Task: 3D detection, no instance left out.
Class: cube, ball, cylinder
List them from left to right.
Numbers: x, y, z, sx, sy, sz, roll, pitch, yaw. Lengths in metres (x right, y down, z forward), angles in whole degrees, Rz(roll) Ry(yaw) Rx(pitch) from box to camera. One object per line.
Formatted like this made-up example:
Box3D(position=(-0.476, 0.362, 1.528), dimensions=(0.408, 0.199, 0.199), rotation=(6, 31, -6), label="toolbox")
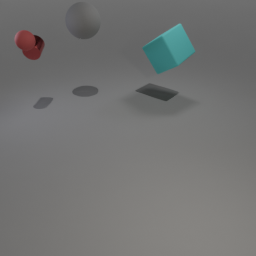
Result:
Box3D(position=(-3.690, -3.139, 10.047), dimensions=(0.700, 0.700, 0.700), rotation=(0, 29, 0), label="ball")
Box3D(position=(-3.680, -3.140, 10.922), dimensions=(0.700, 0.700, 0.700), rotation=(2, 50, 3), label="cylinder")
Box3D(position=(-1.799, -4.294, 11.241), dimensions=(1.400, 1.400, 1.400), rotation=(0, 29, 0), label="ball")
Box3D(position=(1.790, -3.443, 12.321), dimensions=(1.400, 1.400, 1.400), rotation=(-41, 16, -30), label="cube")
